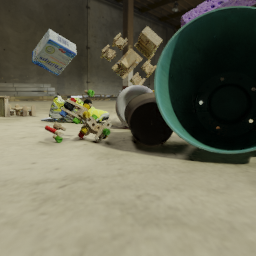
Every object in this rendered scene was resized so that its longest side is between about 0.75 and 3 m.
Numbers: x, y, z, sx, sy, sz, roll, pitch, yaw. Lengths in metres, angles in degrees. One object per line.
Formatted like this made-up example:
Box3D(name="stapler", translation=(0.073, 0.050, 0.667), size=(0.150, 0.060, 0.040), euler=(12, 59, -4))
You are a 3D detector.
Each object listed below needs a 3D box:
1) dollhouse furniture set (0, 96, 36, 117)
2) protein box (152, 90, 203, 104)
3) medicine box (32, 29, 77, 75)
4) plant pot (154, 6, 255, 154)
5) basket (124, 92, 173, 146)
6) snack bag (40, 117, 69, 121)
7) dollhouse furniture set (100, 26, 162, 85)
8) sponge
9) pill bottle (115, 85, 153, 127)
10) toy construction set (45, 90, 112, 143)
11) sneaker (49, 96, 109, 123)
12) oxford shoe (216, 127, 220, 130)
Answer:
Box3D(name="dollhouse furniture set", translation=(-6.032, -1.171, 14.979), size=(1.474, 1.044, 1.605), euler=(5, 9, 34))
Box3D(name="protein box", translation=(1.913, -0.963, 12.068), size=(1.949, 1.315, 1.935), euler=(-6, 9, -42))
Box3D(name="medicine box", translation=(-3.237, -3.274, 12.290), size=(1.353, 0.765, 1.486), euler=(24, -51, -38))
Box3D(name="plant pot", translation=(2.048, -0.705, 5.741), size=(2.606, 2.606, 2.092), euler=(3, -8, 20))
Box3D(name="basket", translation=(0.621, -0.237, 7.008), size=(1.609, 1.213, 1.784), euler=(0, 10, 5))
Box3D(name="snack bag", translation=(-3.105, -0.396, 12.414), size=(1.175, 0.126, 1.108), euler=(1, 7, 9))
Box3D(name="dollhouse furniture set", translation=(0.258, -2.991, 11.919), size=(2.048, 2.230, 1.451), euler=(42, -13, -2))
Box3D(name="sponge", translation=(2.717, -3.445, 8.002), size=(2.573, 0.384, 1.435), euler=(-29, -9, 7))
Box3D(name="pill bottle", translation=(0.394, -0.822, 10.345), size=(1.466, 1.466, 2.608), euler=(1, 7, 5))
Box3D(name="toy construction set", translation=(-1.086, -0.067, 6.750), size=(1.106, 1.201, 1.440), euler=(21, 40, 38))
Box3D(name="sneaker", translation=(-2.035, -0.753, 11.512), size=(2.619, 1.001, 0.987), euler=(7, 6, 11))
Box3D(name="oxford shoe", translation=(2.989, 0.059, 8.425), size=(0.796, 0.284, 0.284), euler=(2, 33, 30))
